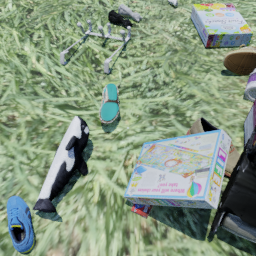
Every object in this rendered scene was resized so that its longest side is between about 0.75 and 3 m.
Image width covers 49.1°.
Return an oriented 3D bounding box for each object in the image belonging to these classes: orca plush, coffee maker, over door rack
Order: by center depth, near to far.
[{"bbox_3d":[3.412,1.561,5.409,2.861,2.748,1.927,22,55,19],"label":"coffee maker"},{"bbox_3d":[-1.401,0.970,7.168,0.940,1.391,2.643,28,44,-17],"label":"orca plush"},{"bbox_3d":[-1.193,-3.400,10.991,2.005,0.904,2.714,14,50,13],"label":"over door rack"}]

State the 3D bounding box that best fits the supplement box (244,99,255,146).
[{"bbox_3d":[4.211,-0.376,7.216,1.675,2.559,1.320,13,49,11],"label":"supplement box"}]

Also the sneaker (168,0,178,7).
[{"bbox_3d":[2.226,-6.256,13.901,0.423,0.362,0.972,-13,42,5],"label":"sneaker"}]

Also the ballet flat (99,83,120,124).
[{"bbox_3d":[-0.570,-0.680,8.834,0.652,0.551,1.725,10,50,-4],"label":"ballet flat"}]

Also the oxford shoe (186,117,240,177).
[{"bbox_3d":[2.515,0.555,7.489,2.109,0.789,0.743,40,50,19],"label":"oxford shoe"}]

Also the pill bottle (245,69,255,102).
[{"bbox_3d":[4.403,-1.508,9.457,0.690,0.690,1.238,20,52,16],"label":"pill bottle"}]

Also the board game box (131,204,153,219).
[{"bbox_3d":[0.449,1.799,6.983,0.431,0.081,0.837,21,52,16],"label":"board game box"}]

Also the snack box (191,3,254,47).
[{"bbox_3d":[3.943,-4.476,12.046,1.860,0.693,2.616,-4,49,-3],"label":"snack box"}]

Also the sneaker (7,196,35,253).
[{"bbox_3d":[-2.506,2.091,6.411,0.485,0.576,1.470,-21,51,-15],"label":"sneaker"}]

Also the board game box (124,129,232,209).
[{"bbox_3d":[1.023,0.937,6.259,2.331,0.399,1.567,-13,45,49],"label":"board game box"}]

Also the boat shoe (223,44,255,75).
[{"bbox_3d":[4.600,-2.537,10.295,2.569,0.942,0.805,0,44,-14],"label":"boat shoe"}]

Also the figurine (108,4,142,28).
[{"bbox_3d":[-0.079,-5.039,12.743,1.194,0.527,1.223,33,56,16],"label":"figurine"}]
